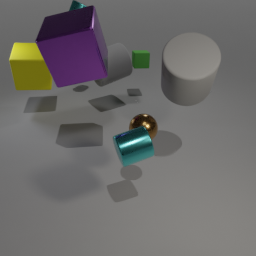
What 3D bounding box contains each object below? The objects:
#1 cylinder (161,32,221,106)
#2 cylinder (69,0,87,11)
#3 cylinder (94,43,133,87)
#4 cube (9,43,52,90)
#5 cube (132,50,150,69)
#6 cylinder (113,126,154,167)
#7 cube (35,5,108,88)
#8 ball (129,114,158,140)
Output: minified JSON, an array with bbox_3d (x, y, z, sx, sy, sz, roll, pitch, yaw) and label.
[{"bbox_3d":[1.579,-1.494,7.333,1.400,1.400,1.400,-2,67,5],"label":"cylinder"},{"bbox_3d":[-2.023,-4.680,11.324,0.700,0.700,0.700,24,15,-7],"label":"cylinder"},{"bbox_3d":[-0.751,-2.574,11.411,1.400,1.400,1.400,-26,36,-19],"label":"cylinder"},{"bbox_3d":[-3.845,-2.488,11.337,1.400,1.400,1.400,-2,43,-10],"label":"cube"},{"bbox_3d":[0.574,-3.121,12.718,0.700,0.700,0.700,-2,24,-8],"label":"cube"},{"bbox_3d":[0.111,0.390,5.986,0.700,0.700,0.700,-19,33,-9],"label":"cylinder"},{"bbox_3d":[-1.373,-2.127,7.342,1.400,1.400,1.400,-11,44,6],"label":"cube"},{"bbox_3d":[0.372,0.003,6.748,0.700,0.700,0.700,0,29,0],"label":"ball"}]
